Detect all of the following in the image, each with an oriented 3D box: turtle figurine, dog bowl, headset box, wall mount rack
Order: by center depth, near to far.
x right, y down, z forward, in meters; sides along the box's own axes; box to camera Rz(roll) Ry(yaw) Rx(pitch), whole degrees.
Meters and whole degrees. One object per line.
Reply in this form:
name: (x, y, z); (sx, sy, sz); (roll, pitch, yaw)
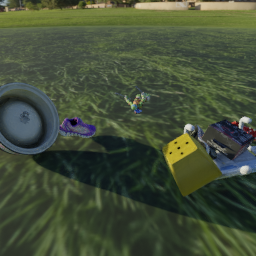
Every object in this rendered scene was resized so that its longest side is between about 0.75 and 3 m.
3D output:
wall mount rack: (2.554, 0.592, 6.272); (2.881, 1.074, 2.503); (-7, 25, -14)
headset box: (2.400, 0.263, 6.756); (0.885, 0.447, 1.190); (38, 30, 27)
dog bowl: (-2.737, -0.158, 7.147); (0.700, 1.897, 1.897); (-23, 5, 41)
turtle figurine: (0.287, -0.987, 8.745); (0.971, 0.698, 0.941); (51, 29, 1)

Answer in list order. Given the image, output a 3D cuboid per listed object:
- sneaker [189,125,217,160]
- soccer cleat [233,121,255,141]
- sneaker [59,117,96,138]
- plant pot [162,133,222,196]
sneaker: (1.858, 0.375, 7.055); (0.482, 0.449, 1.215); (20, 32, -21)
soccer cleat: (3.447, 0.123, 8.250); (0.900, 0.383, 0.309); (32, 69, 20)
sneaker: (-1.398, -0.046, 8.043); (1.179, 0.521, 0.474); (3, 34, -40)
plant pot: (1.184, 0.645, 5.613); (0.883, 0.779, 0.883); (-32, 30, 8)
